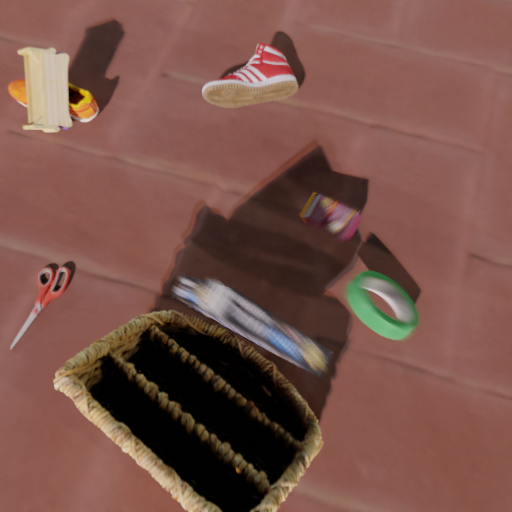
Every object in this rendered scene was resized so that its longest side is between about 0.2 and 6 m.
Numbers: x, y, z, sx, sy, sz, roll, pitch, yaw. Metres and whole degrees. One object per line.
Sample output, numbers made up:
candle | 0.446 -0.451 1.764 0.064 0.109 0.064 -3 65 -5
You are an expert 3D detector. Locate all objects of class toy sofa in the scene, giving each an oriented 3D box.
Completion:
toy sofa | -4.204 -3.280 11.155 0.779 1.596 0.661 -9 15 -41

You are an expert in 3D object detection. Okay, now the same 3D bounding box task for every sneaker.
sneaker | -0.217 -3.829 11.841 2.020 0.719 1.136 -9 67 -13
sneaker | -4.227 -3.399 11.610 1.993 0.769 0.727 13 65 8

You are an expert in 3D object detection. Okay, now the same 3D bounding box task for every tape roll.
tape roll | 2.110 0.805 9.338 1.249 0.300 1.249 24 36 -19

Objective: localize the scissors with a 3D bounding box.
scissors | -3.748 0.904 9.762 0.593 0.113 1.622 10 63 6

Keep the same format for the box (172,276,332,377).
box | -0.114 0.989 8.302 1.890 1.875 0.469 34 80 -24

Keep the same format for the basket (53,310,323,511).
basket | -0.692 2.125 7.878 3.219 2.398 2.298 36 69 18

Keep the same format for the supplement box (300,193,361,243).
supplement box | 1.360 -0.698 10.238 0.956 0.409 0.527 29 85 26
